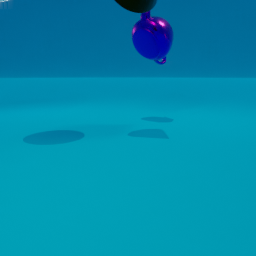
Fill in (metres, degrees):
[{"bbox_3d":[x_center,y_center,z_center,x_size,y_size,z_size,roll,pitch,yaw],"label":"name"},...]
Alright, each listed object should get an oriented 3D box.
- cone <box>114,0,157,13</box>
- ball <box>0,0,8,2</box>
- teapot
[{"bbox_3d":[0.303,-2.657,4.550,1.075,1.075,1.079,-6,-8,-27],"label":"cone"},{"bbox_3d":[-2.171,-2.724,4.358,1.390,1.390,1.390,0,11,0],"label":"ball"},{"bbox_3d":[0.698,-2.510,7.489,1.172,1.884,0.923,16,52,40],"label":"teapot"}]
